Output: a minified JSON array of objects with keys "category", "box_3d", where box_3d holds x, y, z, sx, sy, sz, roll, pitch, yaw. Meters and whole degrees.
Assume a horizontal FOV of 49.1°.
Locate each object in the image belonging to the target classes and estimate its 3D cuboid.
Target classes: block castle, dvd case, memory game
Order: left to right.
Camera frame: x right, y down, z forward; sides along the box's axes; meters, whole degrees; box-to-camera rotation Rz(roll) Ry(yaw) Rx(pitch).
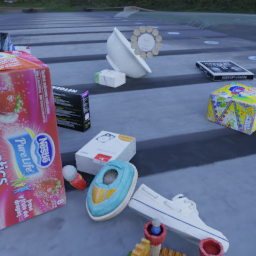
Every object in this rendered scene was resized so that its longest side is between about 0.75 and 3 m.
[{"category":"memory game","box_3d":[0.730,-3.416,11.192,1.309,1.309,0.083,-4,10,-7]},{"category":"block castle","box_3d":[0.489,2.123,3.676,1.246,0.875,1.865,11,30,22]},{"category":"dvd case","box_3d":[4.716,-2.895,13.949,1.955,0.322,2.601,-3,28,-6]}]

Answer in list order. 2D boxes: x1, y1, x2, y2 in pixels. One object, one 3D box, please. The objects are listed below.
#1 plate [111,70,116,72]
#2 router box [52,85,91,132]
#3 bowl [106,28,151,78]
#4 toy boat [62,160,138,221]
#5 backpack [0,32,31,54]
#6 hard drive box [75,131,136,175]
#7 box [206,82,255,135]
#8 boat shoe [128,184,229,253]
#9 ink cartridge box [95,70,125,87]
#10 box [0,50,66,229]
[{"category":"plate","box_3d":[-0.841,-2.636,13.616,1.045,0.169,1.043,-6,29,-12]},{"category":"router box","box_3d":[-1.975,-0.630,8.590,1.654,1.234,0.422,12,30,21]},{"category":"bowl","box_3d":[-0.171,-3.223,12.996,1.179,2.624,2.624,-39,24,15]},{"category":"toy boat","box_3d":[-0.632,1.117,5.568,1.538,0.715,1.293,6,54,32]},{"category":"backpack","box_3d":[-3.732,-1.069,7.976,2.165,2.811,2.677,1,53,-15]},{"category":"hard drive box","box_3d":[-0.511,0.637,6.948,1.009,0.497,1.295,11,30,22]},{"category":"box","box_3d":[3.635,-0.688,9.014,1.503,0.952,1.561,25,37,38]},{"category":"boat shoe","box_3d":[0.896,1.496,4.947,1.880,0.667,0.656,16,66,37]},{"category":"ink cartridge box","box_3d":[-0.790,-2.212,12.458,1.121,0.471,0.812,17,32,29]},{"category":"box","box_3d":[-2.153,0.172,5.210,1.388,2.906,1.449,-16,32,-28]}]
